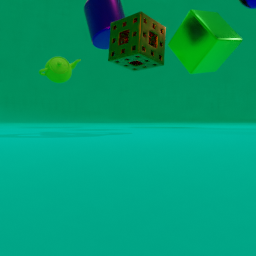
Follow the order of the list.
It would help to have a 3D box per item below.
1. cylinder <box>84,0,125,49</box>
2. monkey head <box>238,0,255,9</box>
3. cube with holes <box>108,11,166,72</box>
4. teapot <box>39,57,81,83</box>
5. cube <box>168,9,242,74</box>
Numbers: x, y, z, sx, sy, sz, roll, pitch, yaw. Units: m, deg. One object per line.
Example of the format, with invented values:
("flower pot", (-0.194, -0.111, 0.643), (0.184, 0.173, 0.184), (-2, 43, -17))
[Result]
("cylinder", (-0.604, -3.003, 7.961), (1.108, 1.108, 1.108), (-14, -12, -3))
("monkey head", (3.493, -3.831, 7.622), (1.045, 1.453, 0.876), (-48, -1, 33))
("cube with holes", (0.182, -1.642, 5.487), (0.781, 0.781, 0.781), (-2, -7, 42))
("teapot", (-2.256, -1.993, 9.309), (1.438, 0.894, 0.704), (-22, -12, -25))
("cube", (2.396, -2.695, 8.838), (1.367, 1.367, 1.367), (-13, -28, -37))
